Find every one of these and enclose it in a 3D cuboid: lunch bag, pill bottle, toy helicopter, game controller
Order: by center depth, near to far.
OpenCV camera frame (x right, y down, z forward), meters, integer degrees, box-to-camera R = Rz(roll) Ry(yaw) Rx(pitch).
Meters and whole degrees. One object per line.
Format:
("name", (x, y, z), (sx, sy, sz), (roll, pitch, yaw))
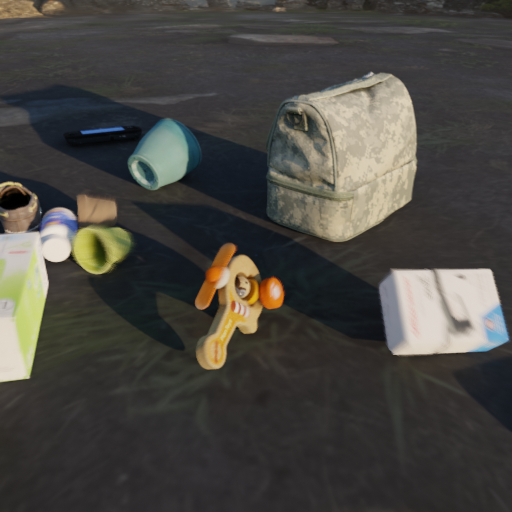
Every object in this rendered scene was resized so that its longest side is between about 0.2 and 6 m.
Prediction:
("toy helicopter", (-0.367, 0.657, 7.223), (0.702, 1.178, 1.781), (-11, 35, 31))
("pill bottle", (-3.380, -0.347, 9.551), (0.592, 0.592, 1.057), (-6, 30, -11))
("lunch bag", (1.657, -1.992, 10.560), (2.062, 2.482, 2.959), (25, 38, 38))
("game controller", (-4.112, -3.281, 15.034), (2.006, 0.422, 1.047), (-10, 31, -19))

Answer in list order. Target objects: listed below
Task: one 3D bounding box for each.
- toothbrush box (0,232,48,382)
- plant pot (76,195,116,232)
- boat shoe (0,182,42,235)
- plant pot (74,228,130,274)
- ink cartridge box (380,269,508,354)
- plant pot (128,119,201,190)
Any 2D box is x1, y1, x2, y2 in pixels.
("toothbrush box", (-3.772, 0.639, 7.377), (1.645, 0.972, 2.259), (-4, 28, -11))
("plant pot", (-2.891, -0.746, 10.156), (0.658, 0.754, 0.754), (-5, 29, -20))
("boat shoe", (-4.525, -0.970, 10.549), (0.865, 0.717, 2.409), (-13, 32, -22))
("plant pot", (-2.470, -0.159, 9.208), (0.751, 0.751, 0.691), (12, 19, 21))
("ink cartridge box", (2.352, 0.709, 7.129), (1.337, 0.563, 0.966), (-1, 67, -10))
("plant pot", (-2.066, -2.106, 12.183), (1.305, 1.305, 1.226), (17, 49, 28))
